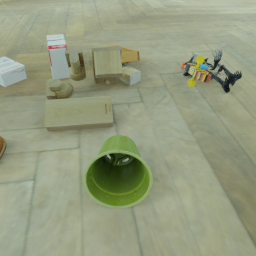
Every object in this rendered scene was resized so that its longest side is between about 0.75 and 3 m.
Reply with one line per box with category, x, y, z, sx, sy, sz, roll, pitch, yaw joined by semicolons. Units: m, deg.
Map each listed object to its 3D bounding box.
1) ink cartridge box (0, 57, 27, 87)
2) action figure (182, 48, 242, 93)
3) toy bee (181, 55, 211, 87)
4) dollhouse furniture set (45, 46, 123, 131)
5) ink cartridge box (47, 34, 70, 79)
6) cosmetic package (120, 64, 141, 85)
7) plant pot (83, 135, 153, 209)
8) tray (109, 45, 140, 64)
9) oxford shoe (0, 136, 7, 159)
ink cartridge box;-5.288;-2.441;12.049;1.540;0.645;1.111;26;43;31
action figure;3.360;-2.586;11.695;1.595;1.369;2.683;-31;47;-21
toy bee;2.053;-1.764;8.774;0.783;0.943;1.441;13;5;-4
dollhouse furniture set;-1.477;-1.065;10.293;2.676;2.293;2.814;-4;71;-5
ink cartridge box;-3.096;-3.202;12.470;0.799;1.377;1.909;-9;37;-13
cosmetic package;-0.115;-2.346;12.078;0.687;0.464;1.306;-30;45;-34
plant pot;-0.229;0.907;6.966;1.566;1.566;1.487;0;23;0
tray;-0.610;-3.410;13.056;1.345;0.505;2.727;-13;24;-17
oxford shoe;-4.304;0.887;7.186;1.035;1.034;2.902;12;36;19
